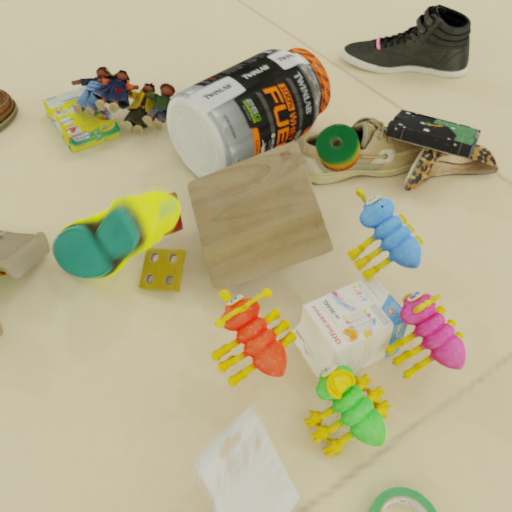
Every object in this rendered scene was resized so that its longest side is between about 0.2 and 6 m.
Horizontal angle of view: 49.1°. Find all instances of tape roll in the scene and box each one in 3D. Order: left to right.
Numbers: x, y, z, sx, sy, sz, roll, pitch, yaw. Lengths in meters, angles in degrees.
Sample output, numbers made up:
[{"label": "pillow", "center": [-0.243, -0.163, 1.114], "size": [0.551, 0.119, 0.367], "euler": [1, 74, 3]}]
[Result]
[{"label": "tape roll", "center": [1.679, 3.066, 6.365], "size": [0.807, 0.194, 0.807], "euler": [0, 49, 0]}]

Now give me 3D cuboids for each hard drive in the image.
[{"label": "hard drive", "center": [3.196, -2.208, 10.089], "size": [1.514, 0.286, 1.058], "euler": [19, 35, 18]}]

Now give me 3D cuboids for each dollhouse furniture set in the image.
[{"label": "dollhouse furniture set", "center": [-4.332, 0.678, 8.313], "size": [1.472, 1.137, 2.946], "euler": [4, 29, 13]}]

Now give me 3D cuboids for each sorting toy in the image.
[{"label": "sorting toy", "center": [-0.050, -0.511, 8.759], "size": [3.894, 0.659, 1.877], "euler": [-20, 68, 9]}]

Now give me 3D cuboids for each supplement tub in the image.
[{"label": "supplement tub", "center": [-0.061, -2.704, 10.415], "size": [2.877, 1.763, 1.763], "euler": [-36, 58, -27]}]

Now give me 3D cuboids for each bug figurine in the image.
[{"label": "bug figurine", "center": [1.261, 0.806, 7.121], "size": [3.436, 0.884, 2.665], "euler": [-36, 83, -17]}]

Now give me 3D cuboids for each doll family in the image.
[{"label": "doll family", "center": [-2.614, -3.205, 11.231], "size": [2.201, 0.864, 1.272], "euler": [20, 61, -13]}]

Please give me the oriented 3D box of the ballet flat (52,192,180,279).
[{"label": "ballet flat", "center": [-1.999, -0.302, 8.116], "size": [0.960, 2.865, 0.957], "euler": [-36, 102, -38]}]

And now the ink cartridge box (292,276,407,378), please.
[{"label": "ink cartridge box", "center": [1.243, 1.037, 7.710], "size": [1.350, 0.846, 0.868], "euler": [-22, 52, -19]}]

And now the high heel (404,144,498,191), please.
[{"label": "high heel", "center": [3.569, -1.531, 10.199], "size": [1.306, 0.654, 1.833], "euler": [35, 62, 13]}]

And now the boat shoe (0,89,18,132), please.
[{"label": "boat shoe", "center": [-6.230, -2.655, 10.817], "size": [3.145, 1.069, 1.132], "euler": [-32, 56, -25]}]

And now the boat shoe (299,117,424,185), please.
[{"label": "boat shoe", "center": [2.092, -2.059, 10.411], "size": [2.742, 0.891, 0.989], "euler": [-12, 50, -10]}]

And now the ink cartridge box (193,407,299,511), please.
[{"label": "ink cartridge box", "center": [-0.145, 2.486, 6.126], "size": [1.027, 0.303, 1.283], "euler": [-35, 100, -47]}]

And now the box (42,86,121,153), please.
[{"label": "box", "center": [-3.504, -2.742, 11.341], "size": [1.050, 0.433, 1.789], "euler": [-24, 51, -21]}]

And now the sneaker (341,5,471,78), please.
[{"label": "sneaker", "center": [3.414, -4.927, 12.584], "size": [2.904, 1.440, 1.027], "euler": [8, 51, 8]}]
